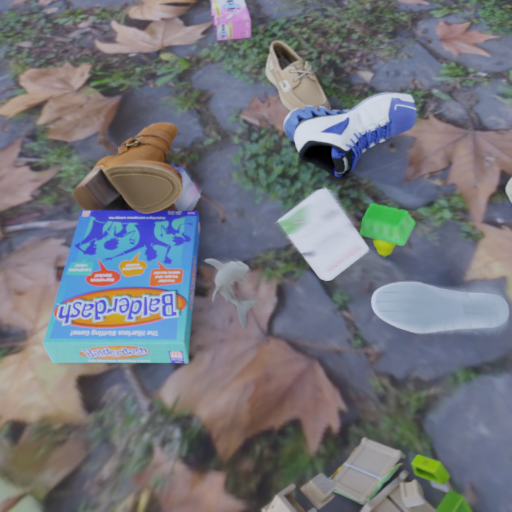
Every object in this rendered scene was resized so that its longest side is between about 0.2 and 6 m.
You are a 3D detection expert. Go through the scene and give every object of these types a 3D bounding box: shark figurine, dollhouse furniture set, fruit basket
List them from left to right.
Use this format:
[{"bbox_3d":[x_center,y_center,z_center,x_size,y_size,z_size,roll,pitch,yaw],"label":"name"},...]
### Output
[{"bbox_3d":[-0.509,0.614,9.377,0.877,1.467,0.612,15,55,18],"label":"shark figurine"},{"bbox_3d":[1.589,3.762,7.447,2.561,1.251,2.184,-13,45,-44],"label":"dollhouse furniture set"},{"bbox_3d":[2.461,-0.460,10.552,0.973,0.973,0.702,24,67,19],"label":"fruit basket"},{"bbox_3d":[2.009,3.255,7.579,0.965,0.745,1.930,-41,24,-29],"label":"dollhouse furniture set"}]

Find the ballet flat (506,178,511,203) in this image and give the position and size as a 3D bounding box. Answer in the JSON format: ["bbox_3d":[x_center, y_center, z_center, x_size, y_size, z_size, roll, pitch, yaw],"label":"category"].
[{"bbox_3d":[5.590,-0.849,11.076,0.785,0.726,2.328,-7,51,-5],"label":"ballet flat"}]

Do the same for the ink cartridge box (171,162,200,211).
[{"bbox_3d":[-1.536,-1.352,11.390,0.212,0.603,1.010,-8,53,-43],"label":"ink cartridge box"}]

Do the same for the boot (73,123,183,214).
[{"bbox_3d":[-2.104,-1.854,11.225,2.911,1.116,2.260,-8,36,43],"label":"boot"}]

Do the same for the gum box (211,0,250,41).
[{"bbox_3d":[-0.771,-7.004,16.349,0.963,0.561,1.696,-7,50,-6],"label":"gum box"}]

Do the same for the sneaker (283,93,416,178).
[{"bbox_3d":[2.127,-2.513,12.327,2.866,1.158,1.655,-9,54,2],"label":"sneaker"}]

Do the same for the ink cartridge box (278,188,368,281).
[{"bbox_3d":[1.197,-0.371,10.048,0.989,0.571,1.354,-37,97,-5],"label":"ink cartridge box"}]

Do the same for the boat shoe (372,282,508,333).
[{"bbox_3d":[3.043,0.948,9.537,2.268,0.757,0.834,8,80,-1],"label":"boat shoe"}]

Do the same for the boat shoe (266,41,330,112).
[{"bbox_3d":[0.971,-4.400,13.957,0.965,0.873,2.706,-21,53,-17],"label":"boat shoe"}]

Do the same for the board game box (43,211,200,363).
[{"bbox_3d":[-2.243,0.454,10.007,2.290,0.677,3.011,0,50,0],"label":"board game box"}]
